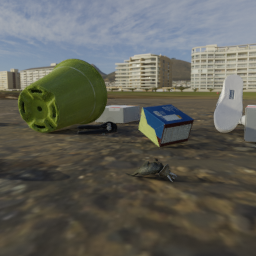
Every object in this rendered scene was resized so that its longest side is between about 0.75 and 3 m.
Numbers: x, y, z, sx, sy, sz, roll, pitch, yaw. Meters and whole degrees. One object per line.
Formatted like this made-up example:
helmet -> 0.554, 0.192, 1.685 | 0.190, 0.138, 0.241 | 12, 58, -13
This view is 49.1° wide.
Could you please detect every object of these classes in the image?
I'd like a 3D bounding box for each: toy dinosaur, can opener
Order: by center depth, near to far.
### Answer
toy dinosaur -> 0.383, 0.699, 4.855 | 0.866, 0.333, 0.443 | 3, 1, 0
can opener -> -0.906, 0.045, 8.345 | 1.211, 0.384, 0.476 | -8, -16, -9

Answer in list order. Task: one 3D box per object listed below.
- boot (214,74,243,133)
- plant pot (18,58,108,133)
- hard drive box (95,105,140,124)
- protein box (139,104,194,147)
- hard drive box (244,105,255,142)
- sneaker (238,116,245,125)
boot -> 3.928, -0.720, 10.911 | 0.977, 2.685, 1.213 | 15, -29, 18
plant pot -> -2.616, -1.041, 10.738 | 2.845, 2.845, 2.702 | 3, 21, 20
hard drive box -> -0.466, -0.689, 13.627 | 1.511, 0.744, 1.939 | 3, 8, 23
protein box -> 1.055, -0.103, 7.864 | 1.055, 0.712, 1.048 | -8, 33, -32
hard drive box -> 4.938, -0.120, 8.341 | 2.650, 1.017, 2.065 | 3, 8, 24
sneaker -> 4.824, -0.336, 12.293 | 0.655, 0.428, 1.139 | 0, 2, 0
